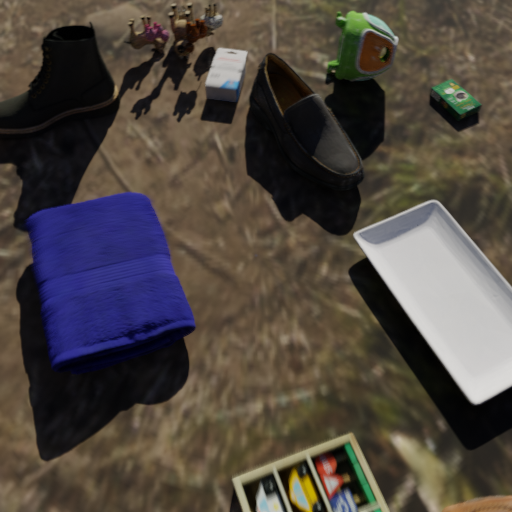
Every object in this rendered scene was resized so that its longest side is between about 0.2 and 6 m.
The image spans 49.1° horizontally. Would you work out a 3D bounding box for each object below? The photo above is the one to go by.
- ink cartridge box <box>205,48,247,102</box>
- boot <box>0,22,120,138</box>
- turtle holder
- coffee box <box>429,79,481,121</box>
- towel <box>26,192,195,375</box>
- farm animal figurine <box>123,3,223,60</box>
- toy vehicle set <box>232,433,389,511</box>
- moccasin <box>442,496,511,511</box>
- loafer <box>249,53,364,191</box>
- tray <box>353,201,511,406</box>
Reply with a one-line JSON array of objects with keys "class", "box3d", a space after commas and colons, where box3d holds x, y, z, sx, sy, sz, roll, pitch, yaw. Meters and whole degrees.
[{"class": "ink cartridge box", "box3d": [-0.550, -3.449, 10.663, 0.612, 0.358, 1.054, 10, 59, 6]}, {"class": "boot", "box3d": [-3.723, -3.072, 9.653, 2.412, 1.669, 0.934, -21, 60, -13]}, {"class": "turtle holder", "box3d": [1.978, -3.854, 10.557, 1.156, 1.628, 1.237, 9, 90, 2]}, {"class": "coffee box", "box3d": [3.698, -2.906, 10.426, 0.522, 0.187, 0.848, -27, 61, -16]}, {"class": "towel", "box3d": [-2.166, 0.320, 8.154, 1.950, 0.654, 2.641, -14, 58, -17]}, {"class": "farm animal figurine", "box3d": [-1.592, -4.360, 11.056, 1.579, 0.823, 1.562, 10, 46, 15]}, {"class": "toy vehicle set", "box3d": [0.897, 3.472, 6.252, 1.570, 0.335, 2.528, -18, 59, -11]}, {"class": "moccasin", "box3d": [2.640, 3.971, 5.460, 1.160, 1.099, 3.006, -9, 60, -4]}, {"class": "loafer", "box3d": [0.800, -2.276, 9.511, 1.048, 1.041, 2.880, -31, 63, -19]}, {"class": "tray", "box3d": [2.809, 0.574, 8.113, 1.605, 0.331, 2.989, -23, 60, -13]}]
